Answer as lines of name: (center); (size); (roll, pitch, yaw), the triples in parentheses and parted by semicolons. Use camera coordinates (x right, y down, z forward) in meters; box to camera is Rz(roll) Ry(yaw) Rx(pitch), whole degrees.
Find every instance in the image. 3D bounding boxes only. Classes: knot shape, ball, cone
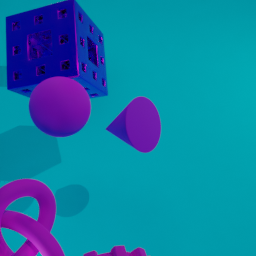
knot shape: (-1.218, 1.339, 3.177); (1.220, 0.602, 1.304); (45, 81, -3)
ball: (-1.001, -0.308, 4.158); (0.895, 0.895, 0.895); (0, 57, 0)
cone: (-0.068, -0.017, 4.684); (0.895, 0.891, 0.891); (-7, 47, 41)

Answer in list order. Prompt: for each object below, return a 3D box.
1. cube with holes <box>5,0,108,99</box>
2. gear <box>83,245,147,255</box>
cube with holes: (-1.230, -1.255, 5.082); (1.288, 1.288, 1.288); (-7, 81, 15)
gear: (-0.266, 1.635, 2.907); (1.127, 1.127, 0.208); (-14, 42, -9)
